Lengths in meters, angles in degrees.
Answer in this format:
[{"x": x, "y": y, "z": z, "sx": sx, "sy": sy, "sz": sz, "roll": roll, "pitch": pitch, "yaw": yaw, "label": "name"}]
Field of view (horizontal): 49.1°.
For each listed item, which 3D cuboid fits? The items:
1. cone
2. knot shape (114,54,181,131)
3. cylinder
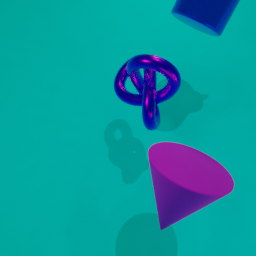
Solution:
[{"x": 0.910, "y": 1.385, "z": 5.420, "sx": 1.630, "sy": 1.630, "sz": 1.636, "roll": 22, "pitch": 114, "yaw": 8, "label": "cone"}, {"x": 0.463, "y": -1.030, "z": 6.607, "sx": 0.917, "sy": 1.858, "sz": 1.985, "roll": -20, "pitch": 75, "yaw": -26, "label": "knot shape"}, {"x": 1.946, "y": -3.130, "z": 6.733, "sx": 1.370, "sy": 1.370, "sz": 1.370, "roll": 30, "pitch": 106, "yaw": 11, "label": "cylinder"}]
